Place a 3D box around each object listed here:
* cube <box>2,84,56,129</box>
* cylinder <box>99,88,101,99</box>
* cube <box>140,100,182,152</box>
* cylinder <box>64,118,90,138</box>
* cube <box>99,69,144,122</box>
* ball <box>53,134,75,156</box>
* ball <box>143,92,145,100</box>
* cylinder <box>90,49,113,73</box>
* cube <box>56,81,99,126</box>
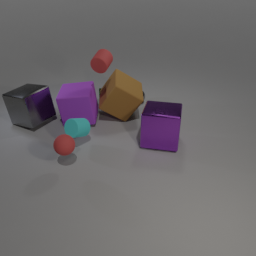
[{"bbox_3d":[-4.196,-0.979,11.998,1.400,1.400,1.400,10,33,32],"label":"cube"},{"bbox_3d":[-1.083,-1.653,14.042,0.700,0.700,0.700,-3,31,-4],"label":"cylinder"},{"bbox_3d":[1.278,-0.109,10.650,1.400,1.400,1.400,6,27,10],"label":"cube"},{"bbox_3d":[-1.878,-0.010,10.412,0.700,0.700,0.700,19,12,29],"label":"cylinder"},{"bbox_3d":[-0.310,-1.422,12.235,1.400,1.400,1.400,26,36,-23],"label":"cube"},{"bbox_3d":[-2.086,0.556,9.179,0.700,0.700,0.700,0,30,0],"label":"ball"},{"bbox_3d":[0.510,-1.575,13.919,0.700,0.700,0.700,0,30,0],"label":"ball"},{"bbox_3d":[-1.024,-2.611,10.934,0.700,0.700,0.700,10,47,16],"label":"cylinder"},{"bbox_3d":[-2.126,-1.045,12.067,1.400,1.400,1.400,-5,34,4],"label":"cube"}]
